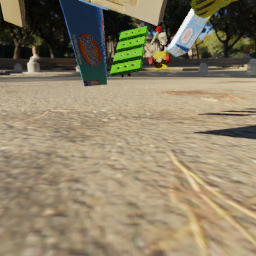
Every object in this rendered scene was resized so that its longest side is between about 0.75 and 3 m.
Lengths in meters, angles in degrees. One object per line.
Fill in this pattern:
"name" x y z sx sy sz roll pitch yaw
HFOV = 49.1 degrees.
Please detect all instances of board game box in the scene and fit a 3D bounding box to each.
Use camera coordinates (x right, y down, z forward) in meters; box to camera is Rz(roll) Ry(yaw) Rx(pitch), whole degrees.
"board game box" -0.906 -2.584 6.164 0.645 2.180 2.866 -4 -22 -2
"board game box" 2.144 -3.443 9.116 0.537 2.220 2.935 31 11 -5

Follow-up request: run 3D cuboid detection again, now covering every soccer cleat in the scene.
"soccer cleat" 1.943 -2.762 5.460 1.081 0.836 2.585 43 -7 4

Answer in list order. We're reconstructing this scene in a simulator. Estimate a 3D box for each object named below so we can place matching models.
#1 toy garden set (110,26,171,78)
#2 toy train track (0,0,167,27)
"toy garden set" 0.587 -2.824 10.271 2.080 0.498 2.495 -6 49 21
"toy train track" -0.849 -1.891 3.289 2.871 1.646 0.467 24 48 13
